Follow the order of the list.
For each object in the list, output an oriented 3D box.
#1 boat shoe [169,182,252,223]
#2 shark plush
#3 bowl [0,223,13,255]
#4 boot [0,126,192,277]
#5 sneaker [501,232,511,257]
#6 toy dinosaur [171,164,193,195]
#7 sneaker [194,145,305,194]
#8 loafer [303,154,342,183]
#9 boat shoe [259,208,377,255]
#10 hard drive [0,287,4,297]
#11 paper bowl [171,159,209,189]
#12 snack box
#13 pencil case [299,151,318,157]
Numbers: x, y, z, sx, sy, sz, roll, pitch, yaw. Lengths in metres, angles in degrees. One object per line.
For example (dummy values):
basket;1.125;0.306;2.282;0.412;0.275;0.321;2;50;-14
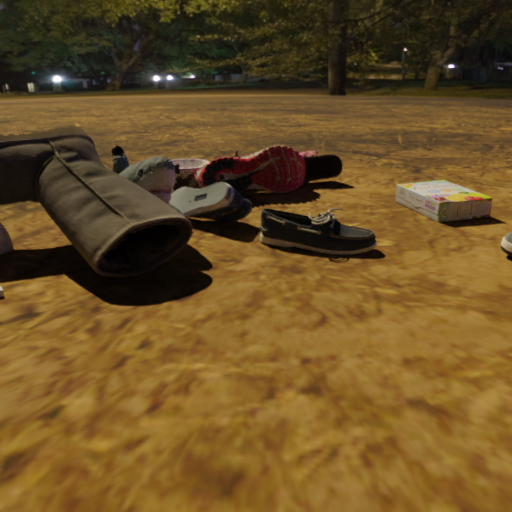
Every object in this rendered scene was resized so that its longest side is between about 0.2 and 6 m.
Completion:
boat shoe;-1.030;-1.013;11.873;1.951;0.690;0.886;-3;-24;41
shark plush;-2.642;-1.519;11.718;1.781;1.632;3.919;-9;22;-24
bowl;-5.608;-0.400;10.003;1.979;0.738;1.976;19;28;40
boot;-3.388;-0.779;9.497;3.346;1.335;3.680;-27;56;-24
sneaker;5.378;-0.494;9.091;2.489;1.503;1.041;13;24;31
toy dinosaur;-2.001;-1.631;13.307;0.760;1.010;1.975;-14;8;12
sneaker;-0.117;-2.168;14.215;2.967;1.196;1.108;-6;8;-22
loafer;1.166;-2.310;15.364;2.318;0.846;0.823;-1;-1;-10
boat shoe;1.123;-0.508;10.336;2.200;0.680;0.824;8;22;22
hard drive;-4.292;0.562;8.211;0.977;0.130;0.644;-13;24;-34
paper bowl;-1.843;-2.130;14.805;1.300;0.676;1.300;0;20;0
snack box;4.205;-1.278;12.732;1.310;0.488;1.843;-6;21;-15
pencil case;1.115;-2.825;16.821;1.544;0.668;0.639;-5;55;-13
